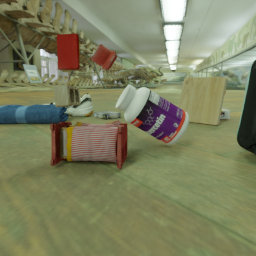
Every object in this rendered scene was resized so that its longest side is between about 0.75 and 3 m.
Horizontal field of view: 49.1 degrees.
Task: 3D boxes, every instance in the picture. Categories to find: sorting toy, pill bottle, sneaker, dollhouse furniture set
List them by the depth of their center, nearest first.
[{"bbox_3d":[-0.809,-0.615,5.974,1.495,2.777,1.129,-1,6,6],"label":"dollhouse furniture set"},{"bbox_3d":[0.616,-0.370,7.278,1.796,1.010,1.010,29,4,-12],"label":"pill bottle"},{"bbox_3d":[3.117,-1.097,11.578,1.876,1.887,0.657,10,-3,44],"label":"sorting toy"},{"bbox_3d":[-3.065,-1.223,13.834,2.788,1.222,1.054,0,12,9],"label":"sneaker"}]

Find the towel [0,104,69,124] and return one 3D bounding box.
[{"bbox_3d":[-4.103,-0.617,11.776,2.966,0.720,1.656,0,11,-2],"label":"towel"}]

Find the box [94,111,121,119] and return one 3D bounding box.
[{"bbox_3d":[-0.972,-0.608,13.060,0.831,0.253,1.049,-8,13,-39],"label":"box"}]

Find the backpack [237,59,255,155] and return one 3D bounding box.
[{"bbox_3d":[3.816,-0.372,6.015,2.574,2.263,1.974,5,14,2],"label":"backpack"}]

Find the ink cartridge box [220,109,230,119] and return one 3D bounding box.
[{"bbox_3d":[4.010,-0.638,12.763,0.990,0.424,0.731,-4,10,-11],"label":"ink cartridge box"}]
